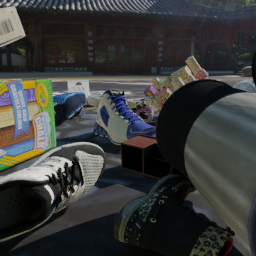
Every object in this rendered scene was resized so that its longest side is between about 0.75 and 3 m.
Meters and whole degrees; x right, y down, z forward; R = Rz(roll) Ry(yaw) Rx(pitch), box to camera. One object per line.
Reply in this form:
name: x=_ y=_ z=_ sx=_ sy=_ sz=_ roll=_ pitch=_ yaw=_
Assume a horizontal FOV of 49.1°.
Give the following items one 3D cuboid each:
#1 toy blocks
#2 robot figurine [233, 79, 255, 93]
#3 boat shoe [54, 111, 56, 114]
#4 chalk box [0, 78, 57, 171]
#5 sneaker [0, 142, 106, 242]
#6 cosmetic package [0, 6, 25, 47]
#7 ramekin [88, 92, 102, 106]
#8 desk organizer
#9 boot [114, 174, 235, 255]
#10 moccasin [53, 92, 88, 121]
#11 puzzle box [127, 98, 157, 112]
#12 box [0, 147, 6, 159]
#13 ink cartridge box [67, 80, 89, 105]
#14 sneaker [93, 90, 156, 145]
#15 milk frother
toy blocks: x=1.772 y=-0.889 z=9.828 sx=2.157 sy=1.943 sz=2.308 roll=-26 pitch=20 yaw=39
robot figurine: x=4.551 y=-0.915 z=9.596 sx=2.543 sy=1.436 sz=2.156 roll=-1 pitch=47 yaw=-5
boat shoe: x=-2.895 y=-0.945 z=11.730 sx=1.755 sy=0.563 sz=0.647 roll=-12 pitch=18 yaw=-43
chalk box: x=-2.727 y=-0.219 z=6.131 sx=1.696 sy=1.684 sz=2.717 roll=5 pitch=13 yaw=25
sneaker: x=-0.992 y=0.790 z=3.360 sx=2.223 sy=0.841 sz=0.975 roll=-25 pitch=11 yaw=-40
cosmetic package: x=-4.039 y=-2.593 z=7.440 sx=2.250 sy=0.800 sz=1.183 roll=6 pitch=35 yaw=28
ramekin: x=-1.566 y=-1.383 z=13.544 sx=0.825 sy=0.433 sz=0.825 roll=11 pitch=26 yaw=-6
desk organizer: x=0.662 y=0.574 z=5.117 sx=1.613 sy=0.579 sz=0.621 roll=10 pitch=19 yaw=38
boot: x=0.682 y=1.057 z=3.216 sx=1.109 sy=0.530 sz=1.468 roll=15 pitch=19 yaw=35
moccasin: x=-2.245 y=-0.820 z=10.463 sx=1.128 sy=0.956 sz=2.803 roll=-6 pitch=10 yaw=10
puzzle box: x=1.335 y=-1.169 z=13.178 sx=2.787 sy=0.354 sz=1.854 roll=-11 pitch=18 yaw=-41
box: x=-2.310 y=0.777 z=3.301 sx=0.319 sy=1.094 sz=1.597 roll=45 pitch=16 yaw=-2
ink cartridge box: x=-2.403 y=-1.653 z=13.329 sx=0.305 sy=1.216 sz=1.401 roll=2 pitch=12 yaw=38
sneaker: x=-0.244 y=-0.346 z=7.476 sx=0.909 sy=1.300 sz=2.251 roll=-11 pitch=17 yaw=-37
milk frother: x=1.842 y=-0.117 z=3.133 sx=2.283 sy=2.529 sz=2.379 roll=13 pitch=12 yaw=-15
